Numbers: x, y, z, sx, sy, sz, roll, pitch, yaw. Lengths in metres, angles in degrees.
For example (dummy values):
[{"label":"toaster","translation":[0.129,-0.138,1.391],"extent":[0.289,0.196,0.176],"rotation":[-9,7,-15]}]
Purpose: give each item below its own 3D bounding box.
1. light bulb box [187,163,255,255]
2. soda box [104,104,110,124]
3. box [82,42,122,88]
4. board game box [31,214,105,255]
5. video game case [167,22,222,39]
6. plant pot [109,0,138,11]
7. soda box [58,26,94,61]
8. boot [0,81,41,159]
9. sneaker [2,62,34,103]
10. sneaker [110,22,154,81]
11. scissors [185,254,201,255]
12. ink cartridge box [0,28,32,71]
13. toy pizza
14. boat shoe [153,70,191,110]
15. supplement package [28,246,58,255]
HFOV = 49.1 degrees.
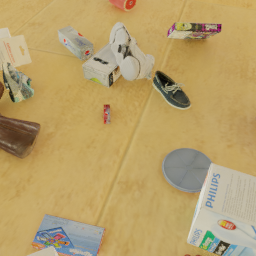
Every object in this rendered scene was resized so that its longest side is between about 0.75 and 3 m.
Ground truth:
[{"label":"light bulb box","translation":[2.715,2.211,6.763],"extent":[2.094,2.075,1.306],"rotation":[17,49,16]},{"label":"soda box","translation":[-0.783,-0.523,10.409],"extent":[0.247,0.273,0.780],"rotation":[-3,49,-3]},{"label":"box","translation":[-0.767,-2.849,12.193],"extent":[1.349,0.695,2.312],"rotation":[23,52,19]},{"label":"board game box","translation":[-1.563,2.905,7.427],"extent":[1.740,0.169,0.896],"rotation":[10,48,9]},{"label":"video game case","translation":[2.983,-4.484,12.987],"extent":[2.041,0.403,2.252],"rotation":[2,10,0]},{"label":"plant pot","translation":[-0.229,-7.421,15.891],"extent":[1.455,1.455,1.287],"rotation":[-32,67,-25]},{"label":"soda box","translation":[-2.474,-4.039,13.264],"extent":[0.723,0.672,2.119],"rotation":[-30,55,-24]},{"label":"boot","translation":[-4.102,-0.378,9.829],"extent":[2.860,0.919,2.665],"rotation":[12,62,15]},{"label":"sneaker","translation":[-4.476,-1.880,11.394],"extent":[0.963,0.866,2.232],"rotation":[-14,54,-29]},{"label":"sneaker","translation":[0.198,-3.122,11.720],"extent":[1.491,0.975,2.594],"rotation":[-2,69,-47]},{"label":"scissors","translation":[1.768,3.810,6.690],"extent":[0.574,0.109,1.569],"rotation":[-6,50,-8]},{"label":"ink cartridge box","translation":[-5.667,-3.320,12.059],"extent":[2.584,1.514,0.870],"rotation":[-17,50,-14]},{"label":"toy pizza","translation":[1.889,1.320,8.777],"extent":[1.664,0.264,1.664],"rotation":[0,47,0]},{"label":"boat shoe","translation":[1.731,-1.540,11.058],"extent":[0.785,0.648,2.096],"rotation":[-22,52,-18]},{"label":"supplement package","translation":[-2.358,3.655,6.082],"extent":[1.952,1.169,1.184],"rotation":[-16,50,-14]}]
